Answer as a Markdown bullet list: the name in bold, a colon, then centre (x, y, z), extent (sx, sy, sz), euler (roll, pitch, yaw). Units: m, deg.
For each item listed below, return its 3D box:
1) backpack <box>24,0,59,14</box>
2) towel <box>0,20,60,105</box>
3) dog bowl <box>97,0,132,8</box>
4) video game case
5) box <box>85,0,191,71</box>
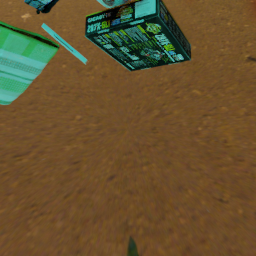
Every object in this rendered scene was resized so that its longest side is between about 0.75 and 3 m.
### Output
- **backpack**: centre (-2.157, -3.698, 7.026), extent (1.176, 1.234, 0.951), euler (0, -6, 39)
- **towel**: centre (-1.069, -0.496, 2.145), extent (0.725, 0.972, 0.149), euler (12, 60, -42)
- **dog bowl**: centre (-0.251, -3.427, 6.004), extent (1.551, 1.551, 0.611), euler (-34, 67, -28)
- **video game case**: centre (-1.447, -1.943, 6.599), extent (0.105, 1.208, 0.864), euler (-50, 12, 4)
- **box**: centre (0.270, -1.696, 5.403), extent (1.445, 1.809, 0.446), euler (-6, 77, 29)
